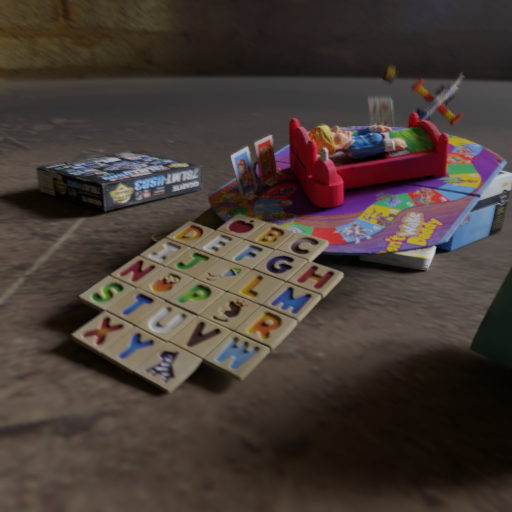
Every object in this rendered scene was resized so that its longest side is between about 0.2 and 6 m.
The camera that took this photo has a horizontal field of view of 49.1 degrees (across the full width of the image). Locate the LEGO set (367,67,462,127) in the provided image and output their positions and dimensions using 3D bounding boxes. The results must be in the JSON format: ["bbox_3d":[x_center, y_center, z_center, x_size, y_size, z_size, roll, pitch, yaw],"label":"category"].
[{"bbox_3d":[3.746,-3.153,13.067,2.164,2.897,0.711,-1,-15,-3],"label":"LEGO set"}]

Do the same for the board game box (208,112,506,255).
[{"bbox_3d":[1.616,-1.628,8.746,3.778,0.931,4.782,16,38,32],"label":"board game box"}]

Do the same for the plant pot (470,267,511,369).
[{"bbox_3d":[3.194,0.434,5.111,1.595,1.987,1.987,32,34,25],"label":"plant pot"}]

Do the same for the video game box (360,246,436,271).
[{"bbox_3d":[2.197,-0.097,8.588,1.006,0.236,0.917,10,21,23],"label":"video game box"}]

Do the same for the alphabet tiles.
[{"bbox_3d":[-0.542,0.359,6.597,2.465,0.094,2.962,19,41,33],"label":"alphabet tiles"}]

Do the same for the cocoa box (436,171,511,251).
[{"bbox_3d":[3.327,-0.863,9.383,1.608,1.055,1.072,-17,29,-36],"label":"cocoa box"}]

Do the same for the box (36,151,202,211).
[{"bbox_3d":[-2.932,-1.678,12.077,2.531,0.634,2.550,18,28,38],"label":"box"}]

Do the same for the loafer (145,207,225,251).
[{"bbox_3d":[-0.743,-0.380,8.669,2.052,0.692,0.780,-13,25,-30],"label":"loafer"}]
